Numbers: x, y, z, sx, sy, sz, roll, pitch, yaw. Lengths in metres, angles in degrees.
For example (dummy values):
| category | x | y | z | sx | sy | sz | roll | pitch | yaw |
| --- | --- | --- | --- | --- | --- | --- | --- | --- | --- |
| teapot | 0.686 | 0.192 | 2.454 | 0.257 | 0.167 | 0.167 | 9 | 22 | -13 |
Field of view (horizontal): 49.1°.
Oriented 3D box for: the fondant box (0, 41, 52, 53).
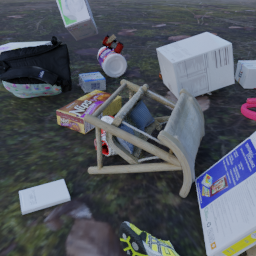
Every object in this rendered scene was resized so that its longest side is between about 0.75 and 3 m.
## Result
| category | x | y | z | sx | sy | sz | roll | pitch | yaw |
| --- | --- | --- | --- | --- | --- | --- | --- | --- | --- |
| fondant box | -5.477 | -3.814 | 14.293 | 2.721 | 0.793 | 1.963 | 3 | 29 | 19 |

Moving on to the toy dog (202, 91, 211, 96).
| category | x | y | z | sx | sy | sz | roll | pitch | yaw |
| --- | --- | --- | --- | --- | --- | --- | --- | --- | --- |
| toy dog | 3.121 | -1.490 | 11.148 | 0.830 | 0.400 | 0.547 | -28 | 33 | -17 |

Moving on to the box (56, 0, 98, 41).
| category | x | y | z | sx | sy | sz | roll | pitch | yaw |
| --- | --- | --- | --- | --- | --- | --- | --- | --- | --- |
| box | -1.799 | -4.207 | 9.507 | 0.926 | 1.914 | 1.689 | -18 | 3 | 4 |

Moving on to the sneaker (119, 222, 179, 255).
| category | x | y | z | sx | sy | sz | roll | pitch | yaw |
| --- | --- | --- | --- | --- | --- | --- | --- | --- | --- |
| sneaker | 0.435 | 2.147 | 4.877 | 1.439 | 0.543 | 0.550 | 35 | 37 | 29 |

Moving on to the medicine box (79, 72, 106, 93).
| category | x | y | z | sx | sy | sz | roll | pitch | yaw |
| --- | --- | --- | --- | --- | --- | --- | --- | --- | --- |
| medicine box | -1.493 | -1.912 | 11.649 | 0.896 | 0.506 | 0.984 | -12 | 33 | -20 |

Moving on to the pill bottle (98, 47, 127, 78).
| category | x | y | z | sx | sy | sz | roll | pitch | yaw |
| --- | --- | --- | --- | --- | --- | --- | --- | --- | --- |
| pill bottle | -0.828 | -3.215 | 13.258 | 1.095 | 1.095 | 1.965 | -9 | 32 | -15 |

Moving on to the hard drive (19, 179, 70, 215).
| category | x | y | z | sx | sy | sz | roll | pitch | yaw |
| --- | --- | --- | --- | --- | --- | --- | --- | --- | --- |
| hard drive | -1.862 | 1.509 | 6.240 | 1.015 | 0.133 | 0.669 | -12 | 33 | -20 |

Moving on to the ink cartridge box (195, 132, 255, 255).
| category | x | y | z | sx | sy | sz | roll | pitch | yaw |
| --- | --- | --- | --- | --- | --- | --- | --- | --- | --- |
| ink cartridge box | 2.178 | 1.144 | 5.226 | 0.474 | 2.016 | 1.993 | 37 | 28 | -14 |

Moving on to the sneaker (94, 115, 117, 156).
| category | x | y | z | sx | sy | sz | roll | pitch | yaw |
| --- | --- | --- | --- | --- | --- | --- | --- | --- | --- |
| sneaker | -0.627 | 0.182 | 8.038 | 0.929 | 0.579 | 1.734 | -16 | 37 | -29 |

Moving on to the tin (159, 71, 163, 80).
| category | x | y | z | sx | sy | sz | roll | pitch | yaw |
| --- | --- | --- | --- | --- | --- | --- | --- | --- | --- |
| tin | 2.159 | -2.408 | 12.712 | 1.505 | 0.315 | 0.843 | -2 | 27 | -4 |

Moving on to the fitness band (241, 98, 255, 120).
| category | x | y | z | sx | sy | sz | roll | pitch | yaw |
| --- | --- | --- | --- | --- | --- | --- | --- | --- | --- |
| fitness band | 4.827 | -0.635 | 9.722 | 1.749 | 0.327 | 1.256 | -4 | 34 | -5 |

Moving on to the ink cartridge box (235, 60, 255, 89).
| category | x | y | z | sx | sy | sz | roll | pitch | yaw |
| --- | --- | --- | --- | --- | --- | --- | --- | --- | --- |
| ink cartridge box | 5.235 | -2.297 | 11.927 | 0.879 | 0.875 | 1.210 | 0 | 31 | 0 |

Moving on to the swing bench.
| category | x | y | z | sx | sy | sz | roll | pitch | yaw |
| --- | --- | --- | --- | --- | --- | --- | --- | --- | --- |
| swing bench | 0.619 | 0.062 | 7.194 | 2.584 | 1.676 | 2.570 | 10 | 32 | 16 |

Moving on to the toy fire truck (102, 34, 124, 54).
| category | x | y | z | sx | sy | sz | roll | pitch | yaw |
| --- | --- | --- | --- | --- | --- | --- | --- | --- | --- |
| toy fire truck | -0.522 | -3.145 | 10.420 | 0.785 | 0.574 | 0.892 | 28 | 16 | -14 |

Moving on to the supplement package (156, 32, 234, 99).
| category | x | y | z | sx | sy | sz | roll | pitch | yaw |
| --- | --- | --- | --- | --- | --- | --- | --- | --- | --- |
| supplement package | 2.572 | -2.441 | 10.932 | 2.216 | 1.630 | 2.119 | -18 | 31 | -1 |

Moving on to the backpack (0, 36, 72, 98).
| category | x | y | z | sx | sy | sz | roll | pitch | yaw |
| --- | --- | --- | --- | --- | --- | --- | --- | --- | --- |
| backpack | -3.481 | -2.086 | 10.549 | 2.587 | 1.638 | 2.159 | -7 | 65 | -7 |

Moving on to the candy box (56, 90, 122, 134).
| category | x | y | z | sx | sy | sz | roll | pitch | yaw |
| --- | --- | --- | --- | --- | --- | --- | --- | --- | --- |
| candy box | -1.248 | -0.600 | 9.378 | 1.178 | 0.570 | 2.019 | 18 | 34 | 29 |

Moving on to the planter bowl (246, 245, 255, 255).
| category | x | y | z | sx | sy | sz | roll | pitch | yaw |
| --- | --- | --- | --- | --- | --- | --- | --- | --- | --- |
| planter bowl | 2.950 | 1.870 | 4.691 | 1.644 | 1.107 | 1.644 | -1 | 30 | 0 |
